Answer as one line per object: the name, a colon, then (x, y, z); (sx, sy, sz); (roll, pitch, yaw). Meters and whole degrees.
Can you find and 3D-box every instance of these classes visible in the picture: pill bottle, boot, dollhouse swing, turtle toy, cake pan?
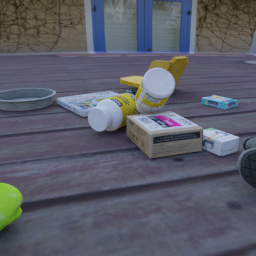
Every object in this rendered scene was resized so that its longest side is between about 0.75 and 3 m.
pill bottle: (0.797, -1.087, 9.174); (1.014, 1.014, 1.798); (-4, -19, -12)
pill bottle: (-0.466, -0.537, 9.856); (1.110, 1.110, 1.982); (11, 22, 30)
boot: (3.453, 0.714, 6.803); (2.947, 0.998, 1.925); (1, 12, -19)
dollhouse swing: (1.404, -3.254, 15.697); (2.536, 2.622, 2.885); (34, 28, 19)
turtle toy: (-3.037, 1.228, 4.502); (2.500, 1.264, 1.822); (-4, 20, -14)
cake pan: (-4.833, -1.360, 13.127); (2.864, 0.525, 2.864); (0, 19, 0)

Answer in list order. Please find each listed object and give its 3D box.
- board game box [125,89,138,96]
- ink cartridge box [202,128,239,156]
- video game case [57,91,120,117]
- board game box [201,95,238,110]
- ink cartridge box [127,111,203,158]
board game box: (0.510, -1.953, 15.371); (1.334, 0.188, 0.903); (-1, 19, -1)
ink cartridge box: (2.569, 0.388, 8.182); (0.763, 0.459, 1.050); (-11, 23, -31)
video game case: (-1.353, -1.174, 12.914); (2.985, 0.328, 2.721); (-12, 23, -34)
board game box: (4.267, -1.213, 13.046); (0.988, 0.307, 1.308); (-15, 24, -36)
ink cartridge box: (1.026, 0.125, 8.482); (1.653, 0.753, 2.006); (-8, 19, -18)
